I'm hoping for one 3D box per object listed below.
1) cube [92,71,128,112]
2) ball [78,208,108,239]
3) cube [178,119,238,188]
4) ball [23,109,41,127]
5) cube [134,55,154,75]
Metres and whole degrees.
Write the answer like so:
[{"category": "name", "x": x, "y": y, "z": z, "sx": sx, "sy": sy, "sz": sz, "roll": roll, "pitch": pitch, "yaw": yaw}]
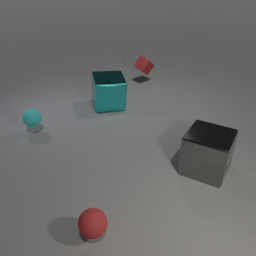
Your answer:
[{"category": "cube", "x": -0.884, "y": -1.703, "z": 12.913, "sx": 1.400, "sy": 1.400, "sz": 1.400, "roll": -5, "pitch": 37, "yaw": -13}, {"category": "ball", "x": -0.829, "y": 2.239, "z": 6.597, "sx": 0.700, "sy": 0.700, "sz": 0.700, "roll": 0, "pitch": 31, "yaw": 0}, {"category": "cube", "x": 2.547, "y": 0.766, "z": 8.963, "sx": 1.400, "sy": 1.400, "sz": 1.400, "roll": 17, "pitch": 35, "yaw": 25}, {"category": "ball", "x": -3.762, "y": -0.397, "z": 10.985, "sx": 0.700, "sy": 0.700, "sz": 0.700, "roll": 0, "pitch": 31, "yaw": 0}, {"category": "cube", "x": 0.895, "y": -3.463, "z": 15.463, "sx": 0.700, "sy": 0.700, "sz": 0.700, "roll": 42, "pitch": 13, "yaw": 28}]
